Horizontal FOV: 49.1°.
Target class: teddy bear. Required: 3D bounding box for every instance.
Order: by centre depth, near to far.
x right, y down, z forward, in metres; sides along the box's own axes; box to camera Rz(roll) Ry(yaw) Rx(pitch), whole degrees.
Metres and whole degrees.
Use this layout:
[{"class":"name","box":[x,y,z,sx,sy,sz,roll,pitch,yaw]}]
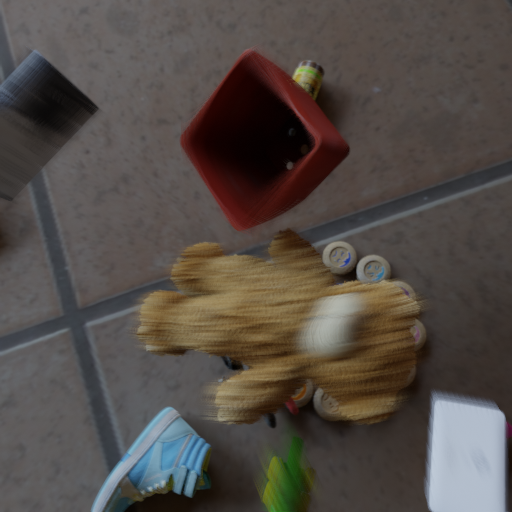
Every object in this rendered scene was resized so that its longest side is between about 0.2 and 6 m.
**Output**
[{"class":"teddy bear","box":[0.139,0.838,8.052,3.029,1.395,4.178,-38,46,-25]}]

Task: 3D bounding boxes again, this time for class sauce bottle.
[{"class":"sauce bottle","box":[0.908,-3.257,12.070,0.637,0.637,1.969,18,74,5]}]

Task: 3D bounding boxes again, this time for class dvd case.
[{"class":"dvd case","box":[-3.423,-1.802,8.181,2.058,1.547,0.255,-46,74,1]}]

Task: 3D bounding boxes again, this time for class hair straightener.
[{"class":"hair straightener","box":[-0.341,1.988,10.367,1.039,0.552,2.699,-34,75,5]}]

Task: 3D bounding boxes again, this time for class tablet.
[{"class":"tablet","box":[2.556,2.467,6.757,0.849,0.089,1.304,8,64,9]}]

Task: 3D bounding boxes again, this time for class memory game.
[{"class":"memory game","box":[1.534,1.405,10.830,3.503,0.223,3.503,0,73,0]}]

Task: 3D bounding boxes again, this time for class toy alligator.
[{"class":"toy alligator","box":[0.379,3.582,7.914,0.635,0.581,2.142,14,109,17]}]

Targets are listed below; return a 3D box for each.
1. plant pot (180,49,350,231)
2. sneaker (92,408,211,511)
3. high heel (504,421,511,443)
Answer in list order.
[{"class":"plant pot","box":[0.305,-1.680,8.619,1.879,1.656,1.877,-45,68,32]},{"class":"sneaker","box":[-1.673,3.958,9.696,1.481,0.902,2.268,34,77,11]},{"class":"high heel","box":[3.974,3.667,9.948,0.850,0.597,1.773,22,61,18]}]
